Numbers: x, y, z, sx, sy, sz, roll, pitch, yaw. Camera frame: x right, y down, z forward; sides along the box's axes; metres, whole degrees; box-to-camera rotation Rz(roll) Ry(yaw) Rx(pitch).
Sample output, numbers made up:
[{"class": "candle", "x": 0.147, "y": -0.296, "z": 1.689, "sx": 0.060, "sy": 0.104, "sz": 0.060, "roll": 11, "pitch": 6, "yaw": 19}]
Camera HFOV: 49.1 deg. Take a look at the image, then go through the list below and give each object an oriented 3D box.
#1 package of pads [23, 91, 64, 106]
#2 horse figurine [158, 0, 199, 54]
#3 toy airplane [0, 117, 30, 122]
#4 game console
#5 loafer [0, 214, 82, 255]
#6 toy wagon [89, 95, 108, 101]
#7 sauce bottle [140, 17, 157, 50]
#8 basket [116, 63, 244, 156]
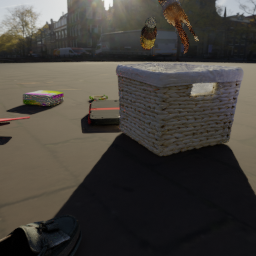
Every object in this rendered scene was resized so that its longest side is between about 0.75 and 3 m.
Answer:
[{"class": "package of pads", "x": -3.767, "y": -1.362, "z": 12.579, "sx": 1.502, "sy": 0.512, "sz": 1.161, "roll": 7, "pitch": 18, "yaw": 22}, {"class": "horse figurine", "x": 1.265, "y": -3.172, "z": 7.761, "sx": 0.565, "sy": 2.262, "sz": 1.499, "roll": -30, "pitch": -32, "yaw": 24}, {"class": "toy airplane", "x": -4.235, "y": -0.186, "z": 8.699, "sx": 2.328, "sy": 0.428, "sz": 2.328, "roll": -1, "pitch": 16, "yaw": 0}, {"class": "game console", "x": -0.042, "y": -0.554, "z": 10.175, "sx": 2.766, "sy": 0.429, "sz": 2.446, "roll": -2, "pitch": 21, "yaw": -6}, {"class": "loafer", "x": -1.185, "y": 1.384, "z": 3.020, "sx": 0.670, "sy": 0.587, "sz": 1.866, "roll": 10, "pitch": 19, "yaw": 31}, {"class": "toy wagon", "x": -1.367, "y": -1.418, "z": 13.345, "sx": 0.791, "sy": 0.202, "sz": 1.020, "roll": -7, "pitch": 18, "yaw": -23}, {"class": "sauce bottle", "x": 0.775, "y": -3.523, "z": 10.454, "sx": 0.613, "sy": 0.613, "sz": 1.856, "roll": 0, "pitch": -7, "yaw": 1}, {"class": "basket", "x": 1.254, "y": -0.691, "z": 7.573, "sx": 2.495, "sy": 2.025, "sz": 2.518, "roll": -8, "pitch": 17, "yaw": -25}]
